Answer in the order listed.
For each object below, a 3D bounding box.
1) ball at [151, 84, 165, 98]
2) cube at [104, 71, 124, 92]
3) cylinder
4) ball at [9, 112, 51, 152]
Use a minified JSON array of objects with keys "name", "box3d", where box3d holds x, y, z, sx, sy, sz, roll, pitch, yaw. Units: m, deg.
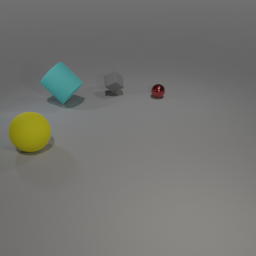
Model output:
[{"name":"ball","box3d":[1.527,-1.877,14.191,0.700,0.700,0.700,0,29,0]},{"name":"cube","box3d":[-0.708,-2.349,14.222,0.700,0.700,0.700,-20,62,28]},{"name":"cylinder","box3d":[-3.075,-2.098,13.090,1.400,1.400,1.400,44,30,-10]},{"name":"ball","box3d":[-3.422,0.134,9.810,1.400,1.400,1.400,0,29,0]}]
